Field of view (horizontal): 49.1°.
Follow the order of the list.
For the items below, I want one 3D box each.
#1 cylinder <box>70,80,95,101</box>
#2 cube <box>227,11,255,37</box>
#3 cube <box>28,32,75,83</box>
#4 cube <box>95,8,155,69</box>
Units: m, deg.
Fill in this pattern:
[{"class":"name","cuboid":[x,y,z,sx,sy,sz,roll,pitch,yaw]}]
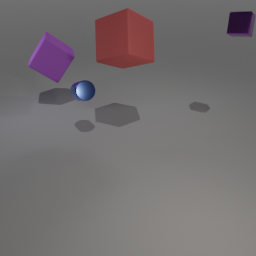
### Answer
[{"class":"cylinder","cuboid":[-1.572,-1.286,9.731,0.700,0.700,0.700,-15,12,-25]},{"class":"cube","cuboid":[3.787,-3.459,9.370,0.700,0.700,0.700,13,15,31]},{"class":"cube","cuboid":[-3.299,-3.070,12.134,1.400,1.400,1.400,29,18,-26]},{"class":"cube","cuboid":[-0.094,-2.836,9.163,1.400,1.400,1.400,-2,0,38]}]
